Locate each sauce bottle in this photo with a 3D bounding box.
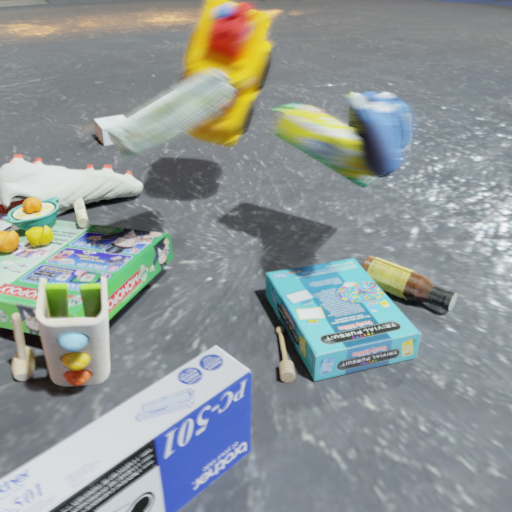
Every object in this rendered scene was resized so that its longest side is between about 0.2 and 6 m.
[{"bbox_3d":[2.498,0.479,9.282,1.585,0.523,0.523,25,40,34],"label":"sauce bottle"}]

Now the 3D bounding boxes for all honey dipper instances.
[{"bbox_3d":[0.404,1.380,8.114,0.214,0.214,1.127,-1,30,-2],"label":"honey dipper"}]

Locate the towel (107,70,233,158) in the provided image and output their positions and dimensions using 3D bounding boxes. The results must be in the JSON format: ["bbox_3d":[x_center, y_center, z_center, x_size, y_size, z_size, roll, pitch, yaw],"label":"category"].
[{"bbox_3d":[-1.378,-2.152,8.616,1.859,0.523,2.172,-32,20,-7],"label":"towel"}]

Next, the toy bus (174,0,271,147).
[{"bbox_3d":[-0.633,-3.660,10.778,1.673,2.466,2.367,18,-8,-4],"label":"toy bus"}]

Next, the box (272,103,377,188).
[{"bbox_3d":[1.260,-2.008,9.764,2.061,0.498,1.209,36,32,12],"label":"box"}]

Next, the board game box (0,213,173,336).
[{"bbox_3d":[-3.692,0.202,9.315,3.841,0.559,2.584,7,32,22],"label":"board game box"}]

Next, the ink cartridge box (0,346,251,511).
[{"bbox_3d":[-1.270,2.204,5.665,0.634,1.348,2.868,28,41,37],"label":"ink cartridge box"}]

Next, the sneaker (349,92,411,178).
[{"bbox_3d":[1.841,-1.825,7.970,0.866,0.779,2.106,-1,37,1],"label":"sneaker"}]

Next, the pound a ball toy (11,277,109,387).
[{"bbox_3d":[-2.546,1.141,7.157,1.302,1.996,0.848,0,54,-15],"label":"pound a ball toy"}]

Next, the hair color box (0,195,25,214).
[{"bbox_3d":[-5.148,-1.184,12.149,0.989,0.316,0.548,-19,37,-26],"label":"hair color box"}]

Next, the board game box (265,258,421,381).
[{"bbox_3d":[1.231,0.883,8.613,1.610,0.500,2.133,-9,33,-15],"label":"board game box"}]

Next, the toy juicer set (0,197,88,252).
[{"bbox_3d":[-3.772,-0.683,9.775,2.114,0.575,1.345,-25,34,-34],"label":"toy juicer set"}]

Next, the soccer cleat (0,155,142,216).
[{"bbox_3d":[-3.931,-1.394,12.029,2.951,1.144,1.022,4,-6,-26],"label":"soccer cleat"}]

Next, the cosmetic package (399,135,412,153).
[{"bbox_3d":[3.607,-3.207,15.267,0.611,0.516,1.143,-17,32,-26],"label":"cosmetic package"}]

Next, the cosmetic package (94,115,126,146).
[{"bbox_3d":[-3.989,-3.525,15.720,0.865,0.534,0.868,-16,35,-23],"label":"cosmetic package"}]
